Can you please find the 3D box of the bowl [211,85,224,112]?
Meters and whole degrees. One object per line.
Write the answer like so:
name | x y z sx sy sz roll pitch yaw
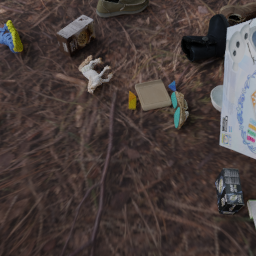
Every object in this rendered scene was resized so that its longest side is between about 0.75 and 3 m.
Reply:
bowl | 3.017 -0.813 8.651 1.013 0.455 1.013 0 55 -1

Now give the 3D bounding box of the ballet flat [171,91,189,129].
ballet flat | 1.622 -0.552 8.493 0.444 0.480 1.361 8 58 -12

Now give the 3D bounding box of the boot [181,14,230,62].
boot | 2.785 -3.330 10.180 1.765 0.802 2.100 -5 61 -8

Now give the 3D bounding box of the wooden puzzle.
wooden puzzle | 0.785 -1.052 9.000 1.652 0.193 1.115 -6 60 -4

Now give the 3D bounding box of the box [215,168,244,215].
box | 2.451 1.553 6.826 0.390 0.742 0.906 4 56 2

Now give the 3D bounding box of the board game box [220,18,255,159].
board game box | 2.753 -0.724 5.274 0.596 2.736 2.749 -1 99 -11

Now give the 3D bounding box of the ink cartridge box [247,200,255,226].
ink cartridge box | 3.273 2.157 6.733 0.611 0.201 0.840 2 55 1

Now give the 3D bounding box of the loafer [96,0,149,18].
loafer | -0.183 -5.175 11.479 2.300 0.801 0.865 -20 57 -13

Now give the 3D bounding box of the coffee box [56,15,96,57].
coffee box | -1.872 -3.360 10.217 0.567 0.803 1.420 32 62 20

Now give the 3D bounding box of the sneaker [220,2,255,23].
sneaker | 4.620 -4.541 11.272 1.825 0.643 0.689 -6 75 -2

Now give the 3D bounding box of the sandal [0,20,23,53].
sandal | -4.378 -3.253 10.293 0.741 0.676 1.702 -26 52 -8

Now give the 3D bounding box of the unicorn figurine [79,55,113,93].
unicorn figurine | -1.087 -1.740 9.293 1.105 0.594 1.609 -38 48 -12
